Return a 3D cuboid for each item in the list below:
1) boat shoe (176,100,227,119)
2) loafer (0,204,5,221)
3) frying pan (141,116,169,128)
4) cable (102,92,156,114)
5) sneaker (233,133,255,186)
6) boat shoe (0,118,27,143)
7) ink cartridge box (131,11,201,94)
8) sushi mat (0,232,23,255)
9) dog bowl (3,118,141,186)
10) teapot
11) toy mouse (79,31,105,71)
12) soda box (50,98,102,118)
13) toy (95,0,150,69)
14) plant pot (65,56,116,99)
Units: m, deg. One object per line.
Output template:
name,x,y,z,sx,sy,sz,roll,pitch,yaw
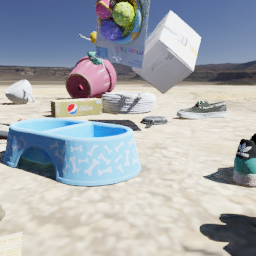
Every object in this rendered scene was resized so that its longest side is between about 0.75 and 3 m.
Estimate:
boat shoe,2.895,-0.752,11.016,2.169,0.691,0.767,-4,11,-19
loafer,-2.194,0.816,3.152,1.697,0.572,0.645,3,11,13
frying pan,0.745,-0.246,9.690,0.993,0.267,1.642,8,10,39
cable,0.051,-1.226,13.062,2.536,0.878,2.537,7,12,38
sneaker,2.527,0.414,4.736,1.913,0.764,0.683,-7,13,-34
boat shoe,-2.820,0.039,7.233,1.839,0.575,0.655,-3,10,-24
ink cartridge box,1.180,-2.251,8.424,1.345,1.321,1.827,-38,22,45
sushi mat,-1.891,1.252,2.096,2.085,0.126,0.997,-4,13,-20
dog bowl,-1.131,0.314,5.381,2.974,0.737,1.658,8,13,34
teapot,-6.104,-1.915,16.070,1.594,1.180,1.615,-25,31,5
toy mouse,-1.007,-3.163,11.665,1.972,1.753,0.382,-29,38,-35
soda box,-2.140,-0.857,11.677,2.052,0.657,0.695,-6,12,-30
toy,-0.295,-2.871,6.610,1.568,2.724,0.643,22,28,30
plant pot,-2.542,-2.988,17.906,2.896,2.896,2.592,4,27,21
